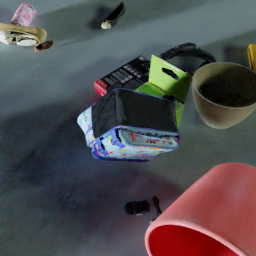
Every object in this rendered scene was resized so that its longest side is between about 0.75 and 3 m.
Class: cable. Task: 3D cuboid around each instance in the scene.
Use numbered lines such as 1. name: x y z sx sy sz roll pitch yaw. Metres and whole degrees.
1. cable: 2.040 -2.291 10.131 2.196 0.558 1.792 -17 59 -17

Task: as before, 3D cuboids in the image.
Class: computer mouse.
1. computer mouse: 0.387 2.081 6.892 0.922 0.212 0.648 -10 55 -16

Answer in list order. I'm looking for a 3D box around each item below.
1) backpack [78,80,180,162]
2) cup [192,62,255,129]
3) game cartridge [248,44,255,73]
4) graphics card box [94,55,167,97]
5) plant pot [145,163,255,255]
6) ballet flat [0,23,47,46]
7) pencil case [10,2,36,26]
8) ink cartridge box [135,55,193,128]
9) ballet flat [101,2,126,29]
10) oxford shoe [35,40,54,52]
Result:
1. backpack: -0.132 0.085 7.180 2.153 2.358 1.587 9 65 -37
2. cup: 2.818 -0.796 8.309 1.976 1.413 1.976 -2 50 2
3. game cartridge: 5.632 -2.234 10.118 2.313 0.375 2.039 6 53 6
4. graphics card box: 0.113 -1.542 9.467 2.144 0.545 1.345 -37 60 -24
5. plant pot: 1.971 2.051 5.621 2.536 2.536 2.244 31 48 22
6. ballet flat: -4.434 -3.618 10.954 2.395 0.822 0.755 2 64 2
7. pencil case: -4.381 -4.535 11.693 0.740 0.740 1.692 4 51 3
8. ink cartridge box: 0.880 -0.882 8.043 1.424 1.927 0.730 36 55 25
9. ballet flat: -0.652 -4.811 12.023 0.604 0.516 1.816 19 55 14
10. oxford shoe: -3.223 -3.192 10.855 0.800 0.290 0.285 -33 102 -15
